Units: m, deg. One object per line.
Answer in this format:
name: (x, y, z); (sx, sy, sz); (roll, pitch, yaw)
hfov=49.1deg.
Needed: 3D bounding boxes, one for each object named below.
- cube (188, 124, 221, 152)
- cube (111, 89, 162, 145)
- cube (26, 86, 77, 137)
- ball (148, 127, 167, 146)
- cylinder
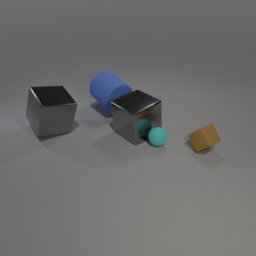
cube: (2.735, 0.352, 10.016); (0.700, 0.700, 0.700); (-19, 80, -36)
cube: (0.342, -0.448, 10.871); (1.400, 1.400, 1.400); (-28, 41, -29)
cube: (-3.002, -0.686, 10.904); (1.400, 1.400, 1.400); (-9, 42, -37)
ball: (1.095, 0.317, 10.389); (0.700, 0.700, 0.700); (0, 31, 0)
cylinder: (-0.755, -1.592, 12.292); (1.400, 1.400, 1.400); (-22, 47, -31)
